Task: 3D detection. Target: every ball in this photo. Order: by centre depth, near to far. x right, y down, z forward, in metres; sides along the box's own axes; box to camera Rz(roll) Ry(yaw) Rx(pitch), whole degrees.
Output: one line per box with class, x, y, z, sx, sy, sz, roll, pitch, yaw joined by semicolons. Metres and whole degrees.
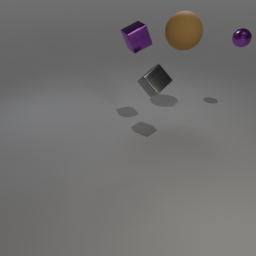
ball;2.087;-3.621;10.462;1.400;1.400;1.400;0;29;0
ball;4.362;-3.451;10.730;0.700;0.700;0.700;0;29;0

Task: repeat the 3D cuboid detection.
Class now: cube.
cube;0.855;-1.516;9.019;0.700;0.700;0.700;-43;9;-13
cube;0.281;-3.017;9.289;0.700;0.700;0.700;-29;37;-3
